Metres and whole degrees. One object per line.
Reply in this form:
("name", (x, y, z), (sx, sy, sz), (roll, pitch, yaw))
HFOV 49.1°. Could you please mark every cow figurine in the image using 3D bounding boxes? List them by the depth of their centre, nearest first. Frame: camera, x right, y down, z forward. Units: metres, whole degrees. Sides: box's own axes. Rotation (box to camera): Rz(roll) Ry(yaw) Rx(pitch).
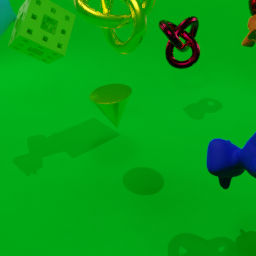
("cow figurine", (2.146, 0.519, 4.468), (1.665, 1.638, 0.914), (8, 72, 3))
("cow figurine", (-3.540, -2.582, 6.981), (1.672, 0.918, 1.645), (-50, 19, -1))

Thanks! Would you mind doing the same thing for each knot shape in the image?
("knot shape", (-0.113, -1.739, 4.290), (1.272, 1.190, 0.588), (-15, 6, 6))
("knot shape", (1.778, -2.797, 9.292), (1.775, 1.661, 0.820), (-10, 5, -33))

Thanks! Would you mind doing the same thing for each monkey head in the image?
("monkey head", (2.852, -1.933, 5.906), (1.217, 0.876, 0.733), (2, 52, -20))

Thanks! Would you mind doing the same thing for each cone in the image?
("cone", (-0.330, -0.393, 6.611), (0.977, 0.981, 0.977), (-6, 34, 4))

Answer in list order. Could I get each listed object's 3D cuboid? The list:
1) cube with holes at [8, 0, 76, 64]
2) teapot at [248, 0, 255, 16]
("cube with holes", (-2.382, -2.664, 7.720), (1.214, 1.214, 1.214), (19, -12, -34))
("teapot", (3.922, -3.455, 8.022), (0.966, 0.761, 1.554), (17, 31, 35))
